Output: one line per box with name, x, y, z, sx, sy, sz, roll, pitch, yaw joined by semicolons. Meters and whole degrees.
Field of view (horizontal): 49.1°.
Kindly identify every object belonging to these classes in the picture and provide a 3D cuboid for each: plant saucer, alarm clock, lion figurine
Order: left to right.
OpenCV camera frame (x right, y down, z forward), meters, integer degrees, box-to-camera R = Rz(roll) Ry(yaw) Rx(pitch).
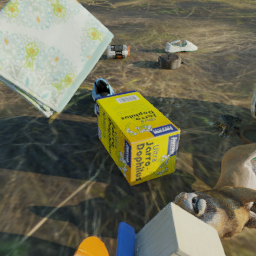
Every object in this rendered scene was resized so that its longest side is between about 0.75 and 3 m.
alarm clock;1.879;-2.784;11.706;1.389;0.463;0.937;8;33;7
lion figurine;2.032;1.012;5.181;1.752;1.037;2.860;-5;20;40
plant saucer;3.419;0.216;7.313;0.956;0.141;0.956;0;34;0

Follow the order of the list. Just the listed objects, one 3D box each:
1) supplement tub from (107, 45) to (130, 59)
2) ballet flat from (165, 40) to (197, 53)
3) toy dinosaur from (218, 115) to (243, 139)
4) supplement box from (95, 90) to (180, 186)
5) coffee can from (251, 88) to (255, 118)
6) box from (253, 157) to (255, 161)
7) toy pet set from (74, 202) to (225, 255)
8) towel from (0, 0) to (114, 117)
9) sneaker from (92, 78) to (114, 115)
supplement tub;-0.431;-3.406;12.488;0.981;0.601;0.601;-4;33;-4
ballet flat;2.570;-3.898;13.309;1.669;0.579;0.579;-8;34;-13
toy dinosaur;2.735;-0.195;7.674;0.597;0.449;1.168;8;36;0
supplement box;0.120;0.119;6.527;1.152;1.145;2.103;-14;36;-21
coffee can;4.756;-0.630;7.031;1.853;1.853;2.532;-26;41;-34
box;3.048;1.072;5.648;1.091;0.275;1.512;-32;42;-20
toy pet set;0.278;2.086;2.960;2.708;1.438;2.529;34;22;-14
towel;-1.634;-1.650;5.575;2.316;1.982;0.558;-57;24;-14
sneaker;-0.743;-1.173;8.788;0.751;0.862;1.916;-6;33;-9
